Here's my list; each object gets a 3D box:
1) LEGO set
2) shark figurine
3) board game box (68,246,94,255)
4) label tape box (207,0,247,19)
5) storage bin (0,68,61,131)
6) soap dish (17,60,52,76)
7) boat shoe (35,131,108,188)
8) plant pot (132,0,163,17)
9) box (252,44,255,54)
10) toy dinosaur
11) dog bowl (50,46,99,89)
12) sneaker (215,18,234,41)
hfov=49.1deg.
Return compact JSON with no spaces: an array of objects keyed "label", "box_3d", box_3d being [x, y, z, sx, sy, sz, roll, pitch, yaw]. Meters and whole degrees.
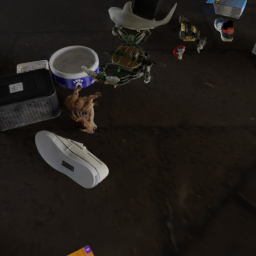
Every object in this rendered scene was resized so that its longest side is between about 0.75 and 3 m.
[{"label":"LEGO set","box_3d":[0.378,-1.662,6.697,2.879,0.816,1.870,-6,58,1]},{"label":"shark figurine","box_3d":[0.441,-5.024,12.460,3.168,1.322,1.893,11,52,11]},{"label":"board game box","box_3d":[-0.955,2.534,4.320,0.897,0.896,0.897,-34,71,11]},{"label":"label tape box","box_3d":[4.823,-6.048,13.786,1.690,0.559,1.211,20,52,19]},{"label":"storage bin","box_3d":[-3.455,-0.967,9.153,2.177,1.020,1.472,-15,51,-13]},{"label":"soap dish","box_3d":[-3.456,-2.005,10.371,1.218,0.495,0.959,-11,51,-10]},{"label":"boat shoe","box_3d":[-1.581,0.759,7.920,2.433,0.863,0.849,28,28,26]},{"label":"plant pot","box_3d":[1.033,-6.067,13.435,1.095,1.234,1.231,26,53,8]},{"label":"box","box_3d":[6.015,-3.459,11.412,1.541,0.781,0.867,-26,56,-21]},{"label":"toy dinosaur","box_3d":[-1.622,-0.695,9.132,1.800,0.772,1.220,28,62,29]},{"label":"dog bowl","box_3d":[-1.971,-2.285,10.475,1.767,0.696,1.767,0,50,0]},{"label":"sneaker","box_3d":[4.339,-4.580,12.420,0.633,0.713,1.688,-4,49,-4]}]
